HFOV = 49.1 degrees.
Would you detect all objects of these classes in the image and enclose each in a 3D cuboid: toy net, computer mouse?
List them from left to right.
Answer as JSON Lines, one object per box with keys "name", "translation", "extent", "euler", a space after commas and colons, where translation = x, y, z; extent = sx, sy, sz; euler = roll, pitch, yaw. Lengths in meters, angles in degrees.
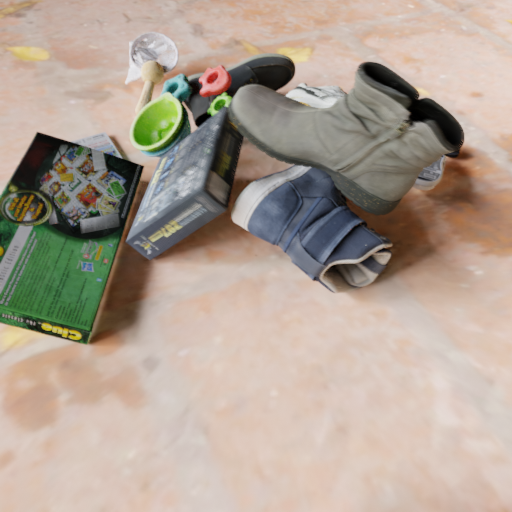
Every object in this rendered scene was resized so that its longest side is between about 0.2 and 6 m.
{"name": "toy net", "translation": [-1.846, -3.705, 11.526], "extent": [2.170, 0.799, 4.136], "euler": [-36, 53, 13]}
{"name": "computer mouse", "translation": [3.170, -1.735, 10.559], "extent": [1.088, 0.435, 1.985], "euler": [22, 44, 13]}

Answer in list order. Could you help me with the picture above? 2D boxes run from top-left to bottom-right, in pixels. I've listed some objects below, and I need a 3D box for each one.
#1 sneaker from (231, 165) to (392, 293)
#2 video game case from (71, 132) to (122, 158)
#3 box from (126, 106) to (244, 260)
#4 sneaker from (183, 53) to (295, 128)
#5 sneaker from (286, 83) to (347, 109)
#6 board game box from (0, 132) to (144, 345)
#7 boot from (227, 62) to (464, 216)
{"name": "sneaker", "translation": [1.371, -0.663, 9.071], "extent": [2.244, 1.181, 3.106], "euler": [37, 45, 18]}
{"name": "video game case", "translation": [-3.172, -1.975, 10.980], "extent": [0.873, 0.110, 1.219], "euler": [-21, 50, -20]}
{"name": "box", "translation": [-1.110, -1.220, 9.208], "extent": [1.807, 0.585, 2.291], "euler": [-29, 33, 32]}
{"name": "sneaker", "translation": [-0.237, -3.368, 11.859], "extent": [2.546, 0.952, 1.352], "euler": [-18, 53, -3]}
{"name": "sneaker", "translation": [1.708, -2.966, 11.241], "extent": [2.535, 0.959, 1.111], "euler": [20, 55, 20]}
{"name": "board game box", "translation": [-3.123, -0.468, 8.884], "extent": [1.985, 0.445, 3.790], "euler": [19, 44, -14]}
{"name": "boot", "translation": [1.210, -2.034, 7.970], "extent": [3.160, 2.064, 1.070], "euler": [31, 60, 2]}
